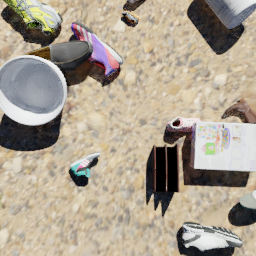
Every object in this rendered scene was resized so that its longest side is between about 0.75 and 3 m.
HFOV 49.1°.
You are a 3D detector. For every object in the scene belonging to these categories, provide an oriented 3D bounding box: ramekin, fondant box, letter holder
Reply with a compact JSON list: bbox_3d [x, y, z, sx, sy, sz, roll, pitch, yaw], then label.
[{"bbox_3d":[-3.508,-1.472,10.548,2.531,1.328,2.531,-1,109,-2],"label":"ramekin"},{"bbox_3d":[3.676,0.694,10.622,2.441,0.711,1.761,3,89,-1],"label":"fondant box"},{"bbox_3d":[1.396,1.486,10.384,0.892,1.261,1.774,1,79,0],"label":"letter holder"}]

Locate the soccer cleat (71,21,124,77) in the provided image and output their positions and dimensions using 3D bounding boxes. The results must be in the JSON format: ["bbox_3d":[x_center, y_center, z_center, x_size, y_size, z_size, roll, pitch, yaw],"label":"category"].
[{"bbox_3d":[-1.481,-3.302,11.587,2.777,0.947,1.016,41,88,6],"label":"soccer cleat"}]

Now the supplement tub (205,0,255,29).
[{"bbox_3d":[4.123,-5.536,11.716,1.526,1.526,2.314,-33,80,-6],"label":"supplement tub"}]

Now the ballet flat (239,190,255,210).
[{"bbox_3d":[5.202,2.443,10.160,2.331,0.786,0.742,-1,121,-5],"label":"ballet flat"}]

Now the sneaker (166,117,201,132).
[{"bbox_3d":[2.252,-0.149,10.995,1.413,0.739,0.532,-6,78,-2],"label":"sneaker"}]

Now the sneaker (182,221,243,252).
[{"bbox_3d":[3.020,4.058,10.195,2.200,0.811,0.880,10,92,6],"label":"sneaker"}]

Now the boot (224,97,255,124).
[{"bbox_3d":[4.618,-0.493,11.279,1.102,0.380,1.183,-34,85,-5],"label":"boot"}]

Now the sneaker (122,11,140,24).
[{"bbox_3d":[0.084,-4.801,12.179,0.823,0.322,0.318,26,84,4],"label":"sneaker"}]

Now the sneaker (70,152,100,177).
[{"bbox_3d":[-1.531,1.495,10.740,1.283,0.537,0.775,-28,75,2],"label":"sneaker"}]

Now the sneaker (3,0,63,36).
[{"bbox_3d":[-4.218,-4.920,11.819,2.852,1.075,1.089,28,79,7],"label":"sneaker"}]

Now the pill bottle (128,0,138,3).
[{"bbox_3d":[0.459,-6.006,12.262,0.628,0.628,1.114,44,81,8],"label":"pill bottle"}]

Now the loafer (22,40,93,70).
[{"bbox_3d":[-2.807,-2.851,11.102,2.889,1.044,1.052,-17,81,10],"label":"loafer"}]
